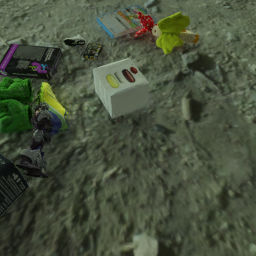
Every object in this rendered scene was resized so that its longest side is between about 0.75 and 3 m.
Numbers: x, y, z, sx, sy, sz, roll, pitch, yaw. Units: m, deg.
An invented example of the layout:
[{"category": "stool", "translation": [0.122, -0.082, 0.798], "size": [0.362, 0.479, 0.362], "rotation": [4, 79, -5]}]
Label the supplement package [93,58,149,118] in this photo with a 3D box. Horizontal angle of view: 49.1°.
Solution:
[{"category": "supplement package", "translation": [-0.253, -1.457, 10.052], "size": [1.487, 1.144, 1.555], "rotation": [-22, 55, -16]}]

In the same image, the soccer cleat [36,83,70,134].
[{"category": "soccer cleat", "translation": [-2.655, -0.692, 9.883], "size": [0.984, 0.761, 2.353], "rotation": [3, 45, -31]}]

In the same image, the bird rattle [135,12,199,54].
[{"category": "bird rattle", "translation": [1.664, -3.985, 11.943], "size": [2.304, 1.592, 2.826], "rotation": [0, 19, -28]}]

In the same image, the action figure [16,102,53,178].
[{"category": "action figure", "translation": [-2.618, 0.240, 8.320], "size": [0.806, 1.511, 2.323], "rotation": [6, 62, -8]}]

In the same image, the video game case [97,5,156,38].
[{"category": "video game case", "translation": [-0.102, -5.120, 13.362], "size": [2.321, 0.207, 1.661], "rotation": [-25, 57, -18]}]

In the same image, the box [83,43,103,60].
[{"category": "box", "translation": [-1.485, -3.282, 12.006], "size": [0.665, 0.206, 0.833], "rotation": [11, 55, 6]}]

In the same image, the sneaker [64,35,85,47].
[{"category": "sneaker", "translation": [-2.375, -3.893, 12.428], "size": [0.944, 0.356, 0.543], "rotation": [-1, 44, -11]}]

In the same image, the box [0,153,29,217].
[{"category": "box", "translation": [-4.706, 1.575, 7.516], "size": [2.676, 1.658, 2.630], "rotation": [28, 60, 19]}]

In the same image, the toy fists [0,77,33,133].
[{"category": "toy fists", "translation": [-4.072, -0.857, 9.818], "size": [1.244, 0.839, 2.441], "rotation": [-11, 55, -7]}]

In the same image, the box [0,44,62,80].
[{"category": "box", "translation": [-3.989, -2.735, 11.483], "size": [2.231, 0.403, 1.595], "rotation": [6, 54, 6]}]
